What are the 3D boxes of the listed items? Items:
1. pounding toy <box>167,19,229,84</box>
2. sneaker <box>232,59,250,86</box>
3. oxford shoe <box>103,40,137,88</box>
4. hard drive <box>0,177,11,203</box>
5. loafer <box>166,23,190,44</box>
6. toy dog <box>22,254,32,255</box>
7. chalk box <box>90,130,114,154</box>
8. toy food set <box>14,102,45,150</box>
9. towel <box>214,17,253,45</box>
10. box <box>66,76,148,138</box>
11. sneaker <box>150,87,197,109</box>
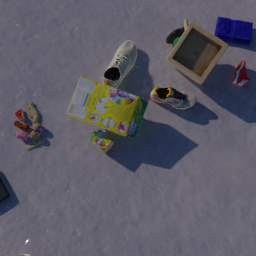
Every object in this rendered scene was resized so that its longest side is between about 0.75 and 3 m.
[{"bbox_3d":[2.758,-3.321,11.796,2.249,1.599,2.070,35,101,6],"label":"pounding toy"},{"bbox_3d":[5.023,-2.350,12.175,0.674,0.457,1.166,25,86,-1],"label":"sneaker"},{"bbox_3d":[-0.324,-2.786,12.100,0.981,0.753,2.608,24,72,11],"label":"oxford shoe"},{"bbox_3d":[-5.231,2.302,10.729,0.926,0.218,1.326,-33,75,-10],"label":"hard drive"},{"bbox_3d":[2.467,-4.203,12.641,1.648,0.560,0.579,-29,67,-13],"label":"loafer"},{"bbox_3d":[-3.604,4.985,9.657,1.139,0.820,1.175,9,70,23],"label":"toy dog"},{"bbox_3d":[-1.097,0.479,11.131,0.928,0.575,0.579,39,76,11],"label":"chalk box"},{"bbox_3d":[-4.147,-0.111,11.466,1.184,0.293,1.862,-25,74,-8],"label":"toy food set"},{"bbox_3d":[4.850,-4.496,12.815,1.661,0.411,1.226,12,73,4],"label":"towel"},{"bbox_3d":[-0.768,-0.773,10.952,2.816,0.681,1.652,21,86,2],"label":"box"},{"bbox_3d":[1.879,-1.260,11.558,1.906,0.783,0.742,7,75,3],"label":"sneaker"}]
